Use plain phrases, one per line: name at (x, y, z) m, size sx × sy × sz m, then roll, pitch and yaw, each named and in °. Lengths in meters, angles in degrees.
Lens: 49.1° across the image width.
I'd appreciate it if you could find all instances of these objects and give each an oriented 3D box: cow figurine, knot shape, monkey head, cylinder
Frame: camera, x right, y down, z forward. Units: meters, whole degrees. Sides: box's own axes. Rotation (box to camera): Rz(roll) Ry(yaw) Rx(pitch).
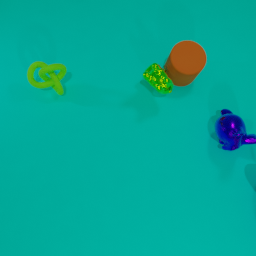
cow figurine at (0.866, -1.351, 7.793) m, size 0.652 × 1.169 × 1.188 m, roll -43°, pitch 66°, yaw 12°
knot shape at (-2.181, -1.472, 7.871) m, size 1.163 × 1.088 × 0.537 m, roll 33°, pitch 48°, yaw -23°
monkey head at (2.813, 0.063, 7.230) m, size 1.088 × 0.911 × 1.512 m, roll -5°, pitch 27°, yaw 7°
cylinder at (1.640, -1.860, 8.197) m, size 1.023 × 1.023 × 1.023 m, roll 1°, pitch 79°, yaw -3°
